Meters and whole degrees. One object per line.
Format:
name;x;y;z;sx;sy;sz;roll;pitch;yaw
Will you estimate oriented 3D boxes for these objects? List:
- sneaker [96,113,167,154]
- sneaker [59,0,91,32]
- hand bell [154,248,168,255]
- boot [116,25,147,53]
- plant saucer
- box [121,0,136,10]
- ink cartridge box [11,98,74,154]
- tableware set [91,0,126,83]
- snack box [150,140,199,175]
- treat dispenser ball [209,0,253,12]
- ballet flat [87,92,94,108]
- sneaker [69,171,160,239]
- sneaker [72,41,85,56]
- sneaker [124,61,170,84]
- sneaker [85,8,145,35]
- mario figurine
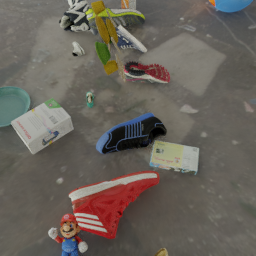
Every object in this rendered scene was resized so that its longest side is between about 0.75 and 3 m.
sneaker;0.171;0.321;9.485;2.482;0.870;0.967;-28;52;-20
sneaker;-2.705;-5.479;13.430;1.666;1.022;2.561;-23;68;-25
hand bell;1.402;3.916;7.073;1.718;0.895;0.895;34;60;-1
boot;0.030;-3.784;12.608;1.690;0.615;0.763;43;106;5
plant saucer;-4.624;-0.750;10.555;1.945;0.350;1.945;0;56;0
box;0.036;-6.444;14.129;0.491;1.007;0.626;-32;61;-20
ink cartridge box;-2.989;-0.091;9.852;1.704;0.746;1.238;-35;61;-23
tableware set;-0.691;-2.665;8.239;0.403;1.771;2.628;-17;62;15
snack box;1.562;0.970;9.386;1.539;0.285;0.894;10;56;7
treat dispenser ball;5.086;-6.999;13.586;2.557;2.557;2.557;0;55;0
ballet flat;-1.473;-1.172;10.886;0.275;0.287;0.816;-7;55;-5
sneaker;-0.220;2.289;8.258;2.763;1.083;1.596;-13;75;-11
sneaker;-2.353;-3.523;12.506;0.494;0.324;0.858;-31;63;-22
sneaker;0.752;-2.175;11.376;1.981;0.740;0.799;10;61;-9
sneaker;-0.542;-4.889;13.087;2.963;1.199;1.095;-9;15;-25
mario figurine;-1.642;3.065;7.610;0.886;0.761;1.436;12;57;-34
